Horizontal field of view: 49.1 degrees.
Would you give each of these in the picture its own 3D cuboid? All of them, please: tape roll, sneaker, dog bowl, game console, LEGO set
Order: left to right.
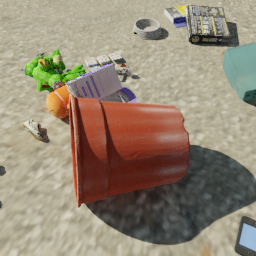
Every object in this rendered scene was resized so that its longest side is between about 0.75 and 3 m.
[{"bbox_3d":[-3.090,0.012,9.333,0.978,0.370,0.429,37,59,26],"label":"sneaker"},{"bbox_3d":[-0.804,-2.423,11.497,1.518,0.499,2.032,-16,40,-13],"label":"LEGO set"},{"bbox_3d":[-0.550,-0.668,9.672,1.731,0.735,1.731,-1,50,1],"label":"tape roll"},{"bbox_3d":[0.908,-4.767,13.370,1.404,0.412,1.404,0,49,-1],"label":"dog bowl"},{"bbox_3d":[3.240,2.682,6.900,0.897,0.622,1.051,21,52,16],"label":"game console"}]

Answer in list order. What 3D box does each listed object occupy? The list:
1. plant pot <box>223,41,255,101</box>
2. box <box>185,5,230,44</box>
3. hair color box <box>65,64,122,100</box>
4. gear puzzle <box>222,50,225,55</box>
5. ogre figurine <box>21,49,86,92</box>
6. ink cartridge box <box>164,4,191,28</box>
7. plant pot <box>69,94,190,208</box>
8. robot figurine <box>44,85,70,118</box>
[{"bbox_3d":[4.405,-2.005,10.330,1.242,1.242,1.758,-14,66,9],"label":"plant pot"},{"bbox_3d":[3.710,-4.912,13.228,1.805,0.550,2.240,2,56,0],"label":"box"},{"bbox_3d":[-1.091,-1.378,9.150,1.640,0.897,0.532,-30,20,-24],"label":"hair color box"},{"bbox_3d":[5.329,-2.776,11.520,2.931,0.384,1.518,27,45,24],"label":"gear puzzle"},{"bbox_3d":[-2.767,-2.095,10.605,2.665,1.308,1.598,42,42,8],"label":"ogre figurine"},{"bbox_3d":[2.810,-5.726,14.241,1.476,0.351,1.494,-14,49,-12],"label":"ink cartridge box"},{"bbox_3d":[-0.063,0.505,7.532,2.818,2.897,2.897,-3,49,-14],"label":"plant pot"},{"bbox_3d":[-2.095,-0.978,9.779,1.704,0.994,1.226,-31,69,-24],"label":"robot figurine"}]
